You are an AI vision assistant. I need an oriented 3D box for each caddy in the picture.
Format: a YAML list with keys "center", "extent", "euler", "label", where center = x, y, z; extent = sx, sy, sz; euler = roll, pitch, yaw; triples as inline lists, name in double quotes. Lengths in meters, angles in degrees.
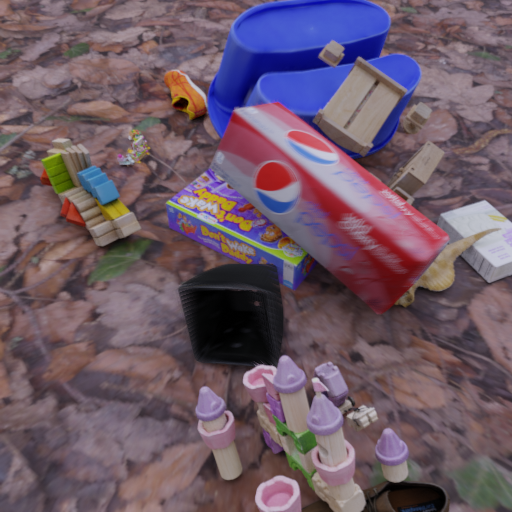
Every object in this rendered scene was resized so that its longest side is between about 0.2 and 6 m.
- center: [1.421, -4.204, 14.204]
  extent: [5.310, 2.787, 3.754]
  euler: [-14, 68, -18]
  label: "caddy"

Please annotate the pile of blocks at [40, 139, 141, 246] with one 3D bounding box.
- center: [-3.960, -1.447, 12.310]
  extent: [1.103, 1.457, 3.550]
  euler: [-31, 53, -27]
  label: "pile of blocks"

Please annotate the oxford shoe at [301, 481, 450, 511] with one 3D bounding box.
- center: [1.457, 3.518, 7.650]
  extent: [2.470, 1.042, 0.897]
  euler: [-12, 48, -10]
  label: "oxford shoe"

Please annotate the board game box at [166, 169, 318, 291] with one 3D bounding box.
- center: [0.043, -0.849, 12.208]
  extent: [3.311, 0.741, 2.226]
  euler: [26, 50, 23]
  label: "board game box"

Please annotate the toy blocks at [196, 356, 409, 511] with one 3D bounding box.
- center: [0.629, 2.142, 7.755]
  extent: [2.544, 2.141, 2.377]
  euler: [-24, 23, -22]
  label: "toy blocks"

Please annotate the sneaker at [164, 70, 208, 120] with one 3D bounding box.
- center: [-2.174, -4.667, 16.021]
  extent: [0.855, 0.809, 2.216]
  euler: [-29, 49, -16]
  label: "sneaker"

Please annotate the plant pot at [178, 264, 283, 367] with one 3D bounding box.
- center: [-0.265, 0.888, 9.860]
  extent: [1.539, 1.543, 1.368]
  euler: [0, 27, 21]
  label: "plant pot"

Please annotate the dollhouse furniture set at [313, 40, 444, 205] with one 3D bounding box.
- center: [2.050, -2.409, 12.192]
  extent: [3.382, 1.652, 2.885]
  euler: [36, 66, 1]
  label: "dollhouse furniture set"

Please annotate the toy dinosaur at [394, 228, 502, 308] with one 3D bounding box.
- center: [3.520, 0.063, 11.341]
  extent: [2.685, 0.782, 1.358]
  euler: [-36, 62, -12]
  label: "toy dinosaur"

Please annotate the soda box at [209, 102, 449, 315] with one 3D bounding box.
- center: [1.297, -1.048, 10.575]
  extent: [4.460, 1.414, 1.561]
  euler: [41, 38, 17]
  label: "soda box"

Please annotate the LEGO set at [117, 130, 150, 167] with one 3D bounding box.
- center: [-3.102, -2.931, 14.423]
  extent: [0.687, 0.556, 1.493]
  euler: [1, 45, 1]
  label: "LEGO set"

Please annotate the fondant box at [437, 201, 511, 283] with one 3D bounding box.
- center: [4.883, -0.342, 11.853]
  extent: [1.271, 0.513, 1.761]
  euler: [-17, 48, -18]
  label: "fondant box"
